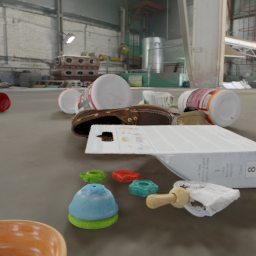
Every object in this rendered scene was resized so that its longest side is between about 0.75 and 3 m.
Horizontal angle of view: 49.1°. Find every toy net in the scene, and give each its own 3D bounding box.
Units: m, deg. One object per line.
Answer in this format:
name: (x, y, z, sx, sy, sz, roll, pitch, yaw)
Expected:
toy net: (0.326, 0.891, 3.618, 2.070, 0.400, 1.086, 2, 8, 2)

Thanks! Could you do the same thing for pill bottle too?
pill bottle: (2.933, -0.829, 10.521, 1.292, 1.292, 2.359, -4, 11, -21)
pill bottle: (-0.896, -0.802, 9.039, 1.297, 1.297, 2.239, -5, -6, -28)
pill bottle: (-2.873, -1.380, 13.927, 1.160, 1.160, 2.117, -3, 11, -15)

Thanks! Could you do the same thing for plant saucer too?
plant saucer: (-1.241, 1.141, 1.973, 1.618, 0.303, 1.618, -5, 8, 1)

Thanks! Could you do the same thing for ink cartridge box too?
ink cartridge box: (0.736, 0.432, 5.248, 2.868, 0.818, 2.331, -4, 11, -4)

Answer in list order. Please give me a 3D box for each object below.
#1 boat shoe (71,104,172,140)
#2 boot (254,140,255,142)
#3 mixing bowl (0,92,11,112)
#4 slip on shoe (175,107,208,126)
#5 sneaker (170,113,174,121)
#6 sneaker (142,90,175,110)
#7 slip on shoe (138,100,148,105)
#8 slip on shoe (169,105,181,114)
boat shoe: (-0.133, -0.067, 7.419, 2.711, 0.954, 0.953, -5, 15, -1)
boot: (3.091, 0.532, 4.413, 2.287, 0.995, 2.749, 1, 5, 39)
mixing bowl: (-6.395, -1.268, 14.305, 1.020, 1.020, 0.553, 1, -9, 8)
slip on shoe: (2.045, -0.313, 9.057, 0.975, 0.777, 2.564, 2, 10, 8)
sneaker: (1.064, -0.374, 9.677, 0.552, 0.570, 1.560, 34, 14, 25)
sneaker: (1.468, -1.315, 13.576, 1.199, 1.135, 2.968, -3, 9, 21)
slip on shoe: (0.513, -0.519, 10.716, 0.675, 0.847, 2.229, -38, 13, 13)
slip on shoe: (3.151, -1.119, 13.523, 2.590, 0.785, 0.985, -3, 11, -16)
